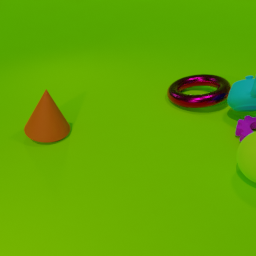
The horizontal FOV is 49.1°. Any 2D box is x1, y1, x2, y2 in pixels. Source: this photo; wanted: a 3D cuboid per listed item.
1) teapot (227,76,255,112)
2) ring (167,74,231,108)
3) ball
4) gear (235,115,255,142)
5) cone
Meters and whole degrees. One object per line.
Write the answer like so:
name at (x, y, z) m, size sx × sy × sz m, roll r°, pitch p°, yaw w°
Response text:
teapot at (3.360, -0.979, 7.673) m, size 1.198 × 0.943 × 1.927 m, roll -1°, pitch -7°, yaw 10°
ring at (2.261, -1.222, 9.004) m, size 2.010 × 0.402 × 2.010 m, roll -9°, pitch 30°, yaw 5°
ball at (2.806, 0.595, 5.691) m, size 1.114 × 1.114 × 1.114 m, roll 0°, pitch 33°, yaw 0°
gear at (3.466, 0.103, 7.178) m, size 1.307 × 0.242 × 1.307 m, roll -3°, pitch 34°, yaw 2°
cone at (-2.059, -0.459, 7.114) m, size 1.181 × 1.186 × 1.181 m, roll 6°, pitch 35°, yaw -4°
